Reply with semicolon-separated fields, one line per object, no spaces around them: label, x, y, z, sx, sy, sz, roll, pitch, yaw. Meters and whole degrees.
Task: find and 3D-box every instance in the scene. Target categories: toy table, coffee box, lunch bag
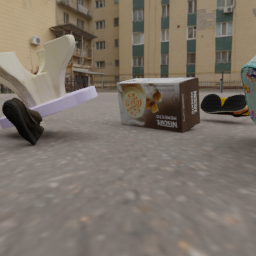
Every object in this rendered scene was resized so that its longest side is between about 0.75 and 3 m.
toy table;-2.106;-1.035;6.476;2.558;1.498;2.351;-16;13;9
coffee box;0.833;-0.737;8.152;0.932;1.337;2.337;-21;21;-41
lunch bag;3.051;-0.575;5.415;0.735;1.907;1.529;-38;38;-8

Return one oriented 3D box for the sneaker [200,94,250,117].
sneaker;3.351;-0.649;9.420;0.918;0.713;2.040;28;-9;-27

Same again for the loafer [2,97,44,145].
loafer;-1.943;-0.193;5.348;0.508;0.496;1.391;32;-25;11
